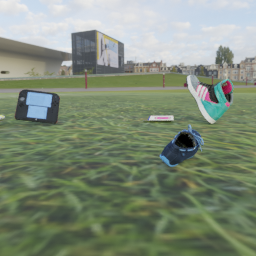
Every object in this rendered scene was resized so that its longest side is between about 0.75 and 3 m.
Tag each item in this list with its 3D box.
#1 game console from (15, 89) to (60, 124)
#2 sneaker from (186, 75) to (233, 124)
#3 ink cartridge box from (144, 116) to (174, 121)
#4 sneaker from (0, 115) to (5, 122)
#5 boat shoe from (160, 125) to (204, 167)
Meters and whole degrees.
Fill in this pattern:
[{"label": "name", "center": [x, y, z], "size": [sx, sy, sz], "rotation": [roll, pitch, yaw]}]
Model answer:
[{"label": "game console", "center": [-2.823, -0.684, 8.822], "size": [1.264, 1.118, 0.196], "rotation": [6, -34, -13]}, {"label": "sneaker", "center": [2.765, -1.271, 9.228], "size": [0.858, 2.052, 1.239], "rotation": [20, -49, -43]}, {"label": "ink cartridge box", "center": [1.033, -0.323, 9.635], "size": [1.006, 0.187, 0.477], "rotation": [-2, -1, -2]}, {"label": "sneaker", "center": [-4.206, -0.369, 8.581], "size": [0.355, 0.493, 0.938], "rotation": [-39, 0, 14]}, {"label": "boat shoe", "center": [0.999, 0.269, 4.657], "size": [0.519, 0.424, 1.235], "rotation": [37, 33, 12]}]
